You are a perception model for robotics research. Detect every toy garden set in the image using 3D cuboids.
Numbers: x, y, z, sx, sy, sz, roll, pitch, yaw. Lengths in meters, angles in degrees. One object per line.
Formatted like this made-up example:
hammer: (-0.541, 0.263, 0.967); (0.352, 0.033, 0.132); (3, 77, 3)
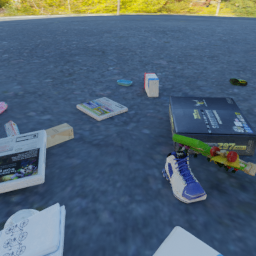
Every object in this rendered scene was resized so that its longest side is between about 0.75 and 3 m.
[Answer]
toy garden set: (2.089, 0.748, 6.230); (1.878, 0.375, 1.565); (25, -4, -30)

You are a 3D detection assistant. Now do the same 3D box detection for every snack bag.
snack bag: (-1.717, 2.089, 4.164); (1.669, 0.190, 1.770); (-25, 31, 4)

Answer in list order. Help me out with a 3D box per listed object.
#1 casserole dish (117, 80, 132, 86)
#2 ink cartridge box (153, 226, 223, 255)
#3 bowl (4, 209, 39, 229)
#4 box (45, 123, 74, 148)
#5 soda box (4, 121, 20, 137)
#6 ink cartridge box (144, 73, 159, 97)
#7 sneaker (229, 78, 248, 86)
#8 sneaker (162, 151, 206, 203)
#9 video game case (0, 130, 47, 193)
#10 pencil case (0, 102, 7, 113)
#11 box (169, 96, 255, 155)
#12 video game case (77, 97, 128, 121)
casserole dish: (-0.155, -2.117, 13.143); (0.762, 0.148, 0.462); (14, 30, 26)
ink cartridge box: (0.762, 2.236, 3.053); (1.164, 1.811, 1.134); (24, 54, 38)
bowl: (-1.929, 1.805, 5.232); (0.868, 0.390, 0.868); (-1, 27, 0)
box: (-2.137, 0.216, 8.341); (0.936, 0.364, 0.444); (-23, 37, -37)
soda box: (-3.344, 0.157, 8.153); (0.259, 0.278, 0.814); (-36, 50, 1)
ink cartridge box: (0.997, -1.907, 12.064); (0.434, 0.750, 1.292); (-2, 27, -4)
sneaker: (5.146, -2.143, 13.088); (0.816, 0.319, 0.348); (17, 23, 12)
sneaker: (1.196, 0.984, 6.359); (0.571, 0.816, 1.413); (-10, 29, -17)
video game case: (-3.171, 0.870, 6.819); (2.295, 0.268, 2.087); (-12, 31, -8)
pencil case: (-4.702, -0.691, 10.152); (0.339, 0.339, 0.775); (4, 26, 8)
box: (2.449, -0.186, 8.741); (2.194, 0.710, 2.782); (1, 27, 5)
video game case: (-0.975, -0.744, 10.452); (1.323, 0.160, 1.453); (-21, 35, -35)
